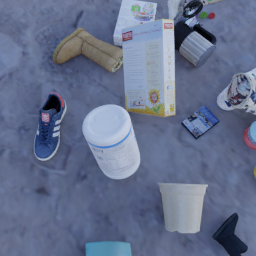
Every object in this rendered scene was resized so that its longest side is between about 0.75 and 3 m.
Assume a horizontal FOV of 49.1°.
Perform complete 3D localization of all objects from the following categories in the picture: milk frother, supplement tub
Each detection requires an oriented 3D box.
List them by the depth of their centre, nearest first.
[{"bbox_3d":[-0.461,0.482,8.875,1.467,2.223,1.467,-6,52,8],"label":"supplement tub"},{"bbox_3d":[2.666,-3.668,10.907,1.674,1.855,1.745,-44,74,-8],"label":"milk frother"}]

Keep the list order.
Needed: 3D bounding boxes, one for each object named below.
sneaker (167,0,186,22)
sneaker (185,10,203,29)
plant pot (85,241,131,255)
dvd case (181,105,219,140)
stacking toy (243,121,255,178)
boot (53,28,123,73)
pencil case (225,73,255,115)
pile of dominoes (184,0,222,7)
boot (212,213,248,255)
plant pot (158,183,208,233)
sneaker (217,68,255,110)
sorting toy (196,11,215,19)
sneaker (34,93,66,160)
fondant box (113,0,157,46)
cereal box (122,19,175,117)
[{"bbox_3d":[1.656,-4.281,9.916,0.490,1.316,0.573,-39,74,-21],"label":"sneaker"},{"bbox_3d":[2.895,-4.649,12.156,0.782,0.434,1.118,20,78,6],"label":"sneaker"},{"bbox_3d":[-0.584,3.870,8.419,1.325,0.937,0.936,-3,68,-10],"label":"plant pot"},{"bbox_3d":[2.714,-0.215,10.488,1.188,0.104,0.848,-36,73,-14],"label":"dvd case"},{"bbox_3d":[5.298,0.683,9.648,2.096,0.978,2.315,-10,69,-4],"label":"stacking toy"},{"bbox_3d":[-1.514,-2.901,11.235,2.352,0.778,2.060,33,71,11],"label":"boot"},{"bbox_3d":[4.745,-0.840,9.617,2.906,1.130,1.300,16,65,-23],"label":"pencil case"},{"bbox_3d":[3.433,-6.525,12.919,2.371,0.378,1.848,-18,69,-8],"label":"pile of dominoes"},{"bbox_3d":[3.371,3.399,8.814,1.156,0.441,0.971,-45,71,-9],"label":"boot"},{"bbox_3d":[1.691,2.465,8.761,1.561,1.561,1.429,2,80,1],"label":"plant pot"},{"bbox_3d":[4.676,-1.684,10.556,2.800,1.122,0.985,-33,70,-14],"label":"sneaker"},{"bbox_3d":[3.399,-5.060,12.421,0.893,0.309,0.307,6,45,0],"label":"sorting toy"},{"bbox_3d":[-2.864,-0.126,9.942,0.928,1.046,2.475,5,68,2],"label":"sneaker"},{"bbox_3d":[0.320,-4.435,11.938,1.514,0.611,2.098,10,69,4],"label":"fondant box"},{"bbox_3d":[0.660,-1.966,9.486,0.589,2.145,2.981,-11,105,-35],"label":"cereal box"}]
